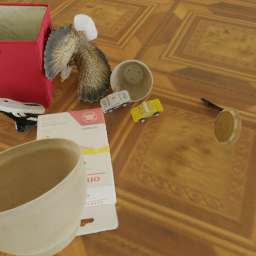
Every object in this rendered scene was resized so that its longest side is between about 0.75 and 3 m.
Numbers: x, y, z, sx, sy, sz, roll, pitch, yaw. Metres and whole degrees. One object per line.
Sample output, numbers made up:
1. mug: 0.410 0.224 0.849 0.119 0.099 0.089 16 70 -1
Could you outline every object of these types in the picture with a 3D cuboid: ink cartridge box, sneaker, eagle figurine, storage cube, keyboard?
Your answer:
1. ink cartridge box: -1.218 0.944 6.600 1.676 0.971 2.878 -8 52 -6
2. sneaker: -3.058 -0.275 7.584 1.508 0.844 0.551 6 30 -46
3. eagle figurine: -1.717 -2.261 8.927 2.103 2.092 2.771 -15 36 -15
4. storage cube: -3.436 -2.119 8.349 2.586 2.325 2.211 0 46 -5
5. keyboard: 2.586 -0.697 8.507 0.817 0.105 0.491 34 18 27

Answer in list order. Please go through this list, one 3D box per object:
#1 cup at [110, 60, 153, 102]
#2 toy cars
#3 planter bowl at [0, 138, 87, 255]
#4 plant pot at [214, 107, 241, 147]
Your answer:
1. cup: 0.144 -1.606 8.859 1.294 1.294 0.925 4 28 4
2. toy cars: 0.064 -0.703 8.303 1.947 0.431 0.873 17 75 16
3. planter bowl: -1.432 1.152 4.290 1.880 1.265 1.880 -12 24 6
4. plant pot: 2.505 -0.031 7.199 0.141 1.025 1.025 8 46 -16
